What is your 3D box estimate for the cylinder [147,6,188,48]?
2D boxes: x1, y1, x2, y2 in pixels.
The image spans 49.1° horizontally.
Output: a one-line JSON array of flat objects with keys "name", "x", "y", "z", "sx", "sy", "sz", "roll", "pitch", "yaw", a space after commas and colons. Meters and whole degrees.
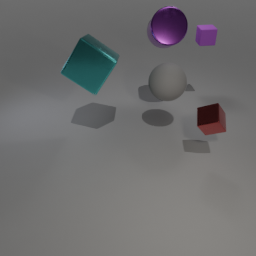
[{"name": "cylinder", "x": 1.511, "y": -3.921, "z": 11.056, "sx": 1.400, "sy": 1.400, "sz": 1.400, "roll": -1, "pitch": 12, "yaw": -2}]

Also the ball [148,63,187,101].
[{"name": "ball", "x": 1.451, "y": -1.686, "z": 10.299, "sx": 1.400, "sy": 1.400, "sz": 1.400, "roll": 0, "pitch": 31, "yaw": 0}]

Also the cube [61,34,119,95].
[{"name": "cube", "x": -1.278, "y": -2.248, "z": 9.815, "sx": 1.400, "sy": 1.400, "sz": 1.400, "roll": 32, "pitch": 21, "yaw": -11}]

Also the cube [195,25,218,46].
[{"name": "cube", "x": 3.371, "y": -4.005, "z": 12.093, "sx": 0.700, "sy": 0.700, "sz": 0.700, "roll": -3, "pitch": 35, "yaw": -2}]

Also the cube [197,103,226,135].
[{"name": "cube", "x": 2.650, "y": -0.265, "z": 8.881, "sx": 0.700, "sy": 0.700, "sz": 0.700, "roll": -12, "pitch": 57, "yaw": 33}]
